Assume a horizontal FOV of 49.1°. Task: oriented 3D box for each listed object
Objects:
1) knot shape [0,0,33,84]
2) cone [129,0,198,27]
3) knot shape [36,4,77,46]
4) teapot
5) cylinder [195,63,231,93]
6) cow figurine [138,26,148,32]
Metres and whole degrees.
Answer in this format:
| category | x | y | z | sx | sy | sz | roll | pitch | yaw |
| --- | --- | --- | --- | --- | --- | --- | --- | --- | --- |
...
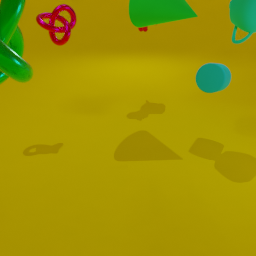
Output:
| category | x | y | z | sx | sy | sz | roll | pitch | yaw |
| --- | --- | --- | --- | --- | --- | --- | --- | --- | --- |
| knot shape | -1.635 | -1.263 | 3.427 | 0.750 | 1.518 | 1.623 | -6 | 3 | -24 |
| cone | 1.133 | -3.195 | 7.377 | 1.605 | 1.599 | 1.599 | 32 | 39 | 24 |
| knot shape | -1.942 | -2.801 | 7.468 | 0.992 | 1.060 | 0.490 | 16 | -4 | -8 |
| teapot | 2.982 | -3.060 | 6.857 | 0.964 | 1.969 | 1.224 | 25 | 22 | 37 |
| cylinder | 2.296 | -1.344 | 7.512 | 0.769 | 0.769 | 0.769 | 16 | 18 | 28 |
| cow figurine | 0.629 | -3.879 | 9.317 | 1.062 | 1.045 | 0.583 | -38 | 34 | -17 |
